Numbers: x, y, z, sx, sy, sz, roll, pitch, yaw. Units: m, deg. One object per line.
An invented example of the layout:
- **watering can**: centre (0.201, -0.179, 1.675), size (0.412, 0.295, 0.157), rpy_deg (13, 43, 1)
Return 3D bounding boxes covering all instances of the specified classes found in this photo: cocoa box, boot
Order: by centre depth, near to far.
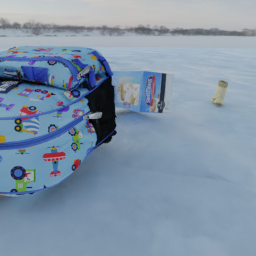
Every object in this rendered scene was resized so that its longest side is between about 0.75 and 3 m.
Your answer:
- **cocoa box**: centre (0.330, -1.052, 8.035), size (1.089, 1.107, 1.660), rpy_deg (0, 9, -34)
- **boot**: centre (3.076, -1.208, 9.369), size (0.363, 0.774, 0.996), rpy_deg (12, 14, 10)

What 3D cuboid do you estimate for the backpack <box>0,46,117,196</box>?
- **backpack**: centre (-1.758, -0.241, 4.791), size (2.664, 1.963, 2.918), rpy_deg (7, 24, 16)
